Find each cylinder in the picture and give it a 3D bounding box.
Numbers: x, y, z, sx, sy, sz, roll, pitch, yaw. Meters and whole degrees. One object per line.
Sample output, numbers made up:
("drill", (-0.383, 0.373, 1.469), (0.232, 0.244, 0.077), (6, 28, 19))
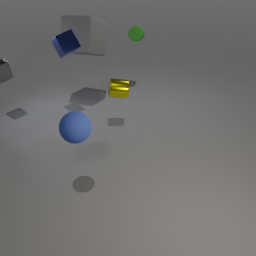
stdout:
("cylinder", (0.412, -4.502, 13.376), (0.700, 0.700, 0.700), (5, 18, 8))
("cylinder", (-0.343, -1.462, 10.379), (0.700, 0.700, 0.700), (4, 29, -9))

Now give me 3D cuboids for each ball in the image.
("ball", (-1.129, -0.013, 6.018), (0.700, 0.700, 0.700), (0, 30, 0))

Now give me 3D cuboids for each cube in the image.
("cube", (-1.786, -3.745, 11.483), (1.400, 1.400, 1.400), (10, 13, 22))
("cube", (-4.913, -2.167, 10.611), (0.700, 0.700, 0.700), (28, 51, 33))
("cube", (-2.256, -3.064, 10.191), (0.700, 0.700, 0.700), (-34, 16, -22))
